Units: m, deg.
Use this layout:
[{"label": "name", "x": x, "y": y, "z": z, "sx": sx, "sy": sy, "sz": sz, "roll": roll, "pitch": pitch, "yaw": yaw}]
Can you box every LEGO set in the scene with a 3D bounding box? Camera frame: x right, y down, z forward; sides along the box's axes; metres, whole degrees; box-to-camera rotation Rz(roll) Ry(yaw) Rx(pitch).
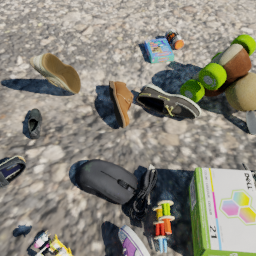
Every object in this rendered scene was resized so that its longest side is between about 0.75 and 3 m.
[{"label": "LEGO set", "x": -1.579, "y": 3.274, "z": 6.549, "sx": 0.670, "sy": 0.828, "sz": 1.800, "roll": -40, "pitch": 83, "yaw": -10}]

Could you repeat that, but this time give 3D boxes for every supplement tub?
[{"label": "supplement tub", "x": 2.075, "y": -3.944, "z": 12.482, "sx": 0.561, "sy": 0.561, "sz": 0.916, "roll": -19, "pitch": 53, "yaw": -15}]

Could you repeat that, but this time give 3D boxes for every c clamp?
[{"label": "c clamp", "x": 4.209, "y": 1.358, "z": 8.415, "sx": 1.112, "sy": 0.151, "sz": 0.950, "roll": -8, "pitch": 51, "yaw": -7}]

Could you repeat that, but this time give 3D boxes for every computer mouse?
[{"label": "computer mouse", "x": -0.420, "y": 1.457, "z": 8.023, "sx": 2.384, "sy": 0.628, "sz": 1.651, "roll": 16, "pitch": 53, "yaw": 13}]

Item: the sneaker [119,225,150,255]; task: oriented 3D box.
[{"label": "sneaker", "x": 0.030, "y": 3.358, "z": 6.410, "sx": 1.204, "sy": 0.766, "sz": 2.113, "roll": -24, "pitch": 55, "yaw": -15}]

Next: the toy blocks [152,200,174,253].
[{"label": "toy blocks", "x": 0.895, "y": 2.467, "z": 6.962, "sx": 0.402, "sy": 0.922, "sz": 1.106, "roll": 4, "pitch": 60, "yaw": -9}]

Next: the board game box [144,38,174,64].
[{"label": "board game box", "x": 1.342, "y": -3.377, "z": 12.186, "sx": 1.004, "sy": 0.297, "sz": 1.321, "roll": -8, "pitch": 51, "yaw": -7}]

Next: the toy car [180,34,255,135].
[{"label": "toy car", "x": 3.834, "y": -1.259, "z": 9.806, "sx": 2.408, "sy": 2.313, "sz": 2.932, "roll": -42, "pitch": 91, "yaw": -25}]

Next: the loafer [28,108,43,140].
[{"label": "loafer", "x": -3.162, "y": -0.217, "z": 9.500, "sx": 0.444, "sy": 0.460, "sz": 1.309, "roll": -8, "pitch": 51, "yaw": -6}]

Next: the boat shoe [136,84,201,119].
[{"label": "boat shoe", "x": 1.373, "y": -0.782, "z": 9.771, "sx": 2.339, "sy": 0.834, "sz": 0.704, "roll": 26, "pitch": 57, "yaw": 28}]

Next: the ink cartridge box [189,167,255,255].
[{"label": "ink cartridge box", "x": 3.136, "y": 2.232, "z": 7.089, "sx": 2.902, "sy": 1.099, "sz": 2.145, "roll": 3, "pitch": 50, "yaw": 2}]

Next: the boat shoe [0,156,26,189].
[{"label": "boat shoe", "x": -3.564, "y": 1.389, "z": 7.768, "sx": 1.670, "sy": 0.623, "sz": 0.520, "roll": -37, "pitch": 33, "yaw": -28}]

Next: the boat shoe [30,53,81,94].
[{"label": "boat shoe", "x": -2.432, "y": -1.846, "z": 9.714, "sx": 0.739, "sy": 2.276, "sz": 0.821, "roll": 2, "pitch": 75, "yaw": 24}]

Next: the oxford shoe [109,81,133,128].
[{"label": "oxford shoe", "x": -0.154, "y": -0.933, "z": 9.900, "sx": 0.806, "sy": 0.807, "sz": 2.262, "roll": -4, "pitch": 49, "yaw": -9}]
